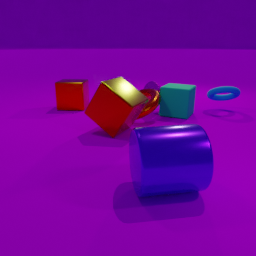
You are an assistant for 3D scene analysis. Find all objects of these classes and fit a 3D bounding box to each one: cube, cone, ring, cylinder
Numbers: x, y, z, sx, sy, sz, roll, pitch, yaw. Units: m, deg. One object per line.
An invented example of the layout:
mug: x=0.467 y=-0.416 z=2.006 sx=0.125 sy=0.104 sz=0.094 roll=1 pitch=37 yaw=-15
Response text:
cube: x=1.692 y=-0.938 z=9.542 sx=0.986 sy=0.986 sz=0.986 roll=9 pitch=19 yaw=23
cone: x=1.140 y=-1.163 z=10.028 sx=0.912 sy=0.908 sz=0.908 roll=3 pitch=12 yaw=-38
cube: x=-0.300 y=-0.594 z=7.629 sx=1.087 sy=1.087 sz=1.087 roll=40 pitch=30 yaw=11
ring: x=0.302 y=-0.775 z=9.174 sx=1.644 sy=0.329 sz=1.644 roll=-20 pitch=29 yaw=12
cylinder: x=0.658 y=0.522 z=4.654 sx=1.125 sy=1.125 sz=1.125 roll=-3 pitch=18 yaw=-9
ring: x=3.423 y=-1.223 z=10.040 sx=1.141 sy=0.228 sz=1.141 roll=1 pitch=-12 yaw=0
cube: x=-2.074 y=-1.270 z=10.558 sx=1.033 sy=1.033 sz=1.033 roll=1 pitch=17 yaw=3
